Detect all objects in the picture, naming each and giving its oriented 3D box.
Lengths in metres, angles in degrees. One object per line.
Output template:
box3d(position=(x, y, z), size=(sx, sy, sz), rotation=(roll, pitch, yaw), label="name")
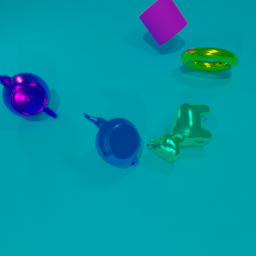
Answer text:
box3d(position=(1.180, 0.052, 6.478), size=(1.467, 0.818, 1.491), rotation=(7, 68, -9), label="cow figurine")
box3d(position=(2.266, -1.902, 7.843), size=(1.585, 1.585, 0.317), rotation=(8, 90, 6), label="ring")
box3d(position=(-0.310, 0.262, 6.065), size=(1.038, 1.669, 0.817), rotation=(-51, 23, -24), label="teapot")
box3d(position=(1.068, -3.274, 8.500), size=(1.080, 1.080, 1.080), rotation=(51, 58, -14), label="cylinder")
box3d(position=(-2.514, -0.804, 6.888), size=(1.152, 1.852, 0.907), rotation=(-53, 31, -2), label="teapot")
